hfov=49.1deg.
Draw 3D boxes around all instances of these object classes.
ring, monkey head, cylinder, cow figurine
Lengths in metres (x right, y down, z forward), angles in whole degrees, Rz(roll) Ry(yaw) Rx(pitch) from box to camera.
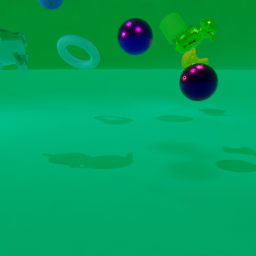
[{"bbox_3d":[-1.756,-2.657,9.932,1.575,0.315,1.575,15,-25,7],"label":"ring"},{"bbox_3d":[-2.429,-1.493,5.604,0.786,0.939,1.305,-5,-29,-26],"label":"monkey head"},{"bbox_3d":[1.906,-4.073,11.526,0.909,0.909,0.909,-27,-15,-8],"label":"cylinder"},{"bbox_3d":[2.612,-2.581,11.004,0.975,1.355,0.816,0,18,2],"label":"monkey head"},{"bbox_3d":[1.432,-1.955,6.014,0.951,0.522,0.936,-36,17,11],"label":"cow figurine"}]

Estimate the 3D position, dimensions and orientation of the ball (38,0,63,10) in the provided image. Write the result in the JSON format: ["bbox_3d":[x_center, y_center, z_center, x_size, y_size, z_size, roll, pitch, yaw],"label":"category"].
[{"bbox_3d":[-2.514,-4.277,9.087,0.824,0.824,0.824,0,13,0],"label":"ball"}]

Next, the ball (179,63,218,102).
[{"bbox_3d":[1.349,-0.873,5.370,0.730,0.730,0.730,0,13,0],"label":"ball"}]

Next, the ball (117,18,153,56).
[{"bbox_3d":[0.256,-3.227,9.941,1.281,1.281,1.281,0,13,0],"label":"ball"}]
